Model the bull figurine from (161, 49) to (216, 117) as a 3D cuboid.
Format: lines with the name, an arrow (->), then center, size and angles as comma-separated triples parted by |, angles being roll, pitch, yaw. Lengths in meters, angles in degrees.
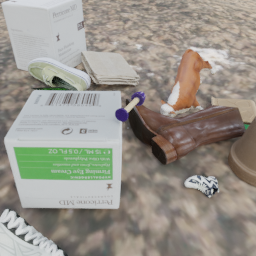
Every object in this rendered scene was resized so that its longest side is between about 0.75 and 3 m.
bull figurine -> 1.920, -1.218, 8.965 | 1.513, 2.492, 0.812 | 21, -3, -38

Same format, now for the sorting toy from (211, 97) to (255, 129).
sorting toy -> 3.501, -0.369, 9.132 | 1.513, 0.301, 2.047 | 8, 37, 8

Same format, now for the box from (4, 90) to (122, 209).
box -> -1.273, 0.424, 6.604 | 2.256, 1.942, 2.267 | 1, 34, -1

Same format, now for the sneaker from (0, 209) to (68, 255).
sneaker -> -1.765, 2.429, 5.165 | 2.269, 0.853, 0.920 | 21, 54, 29

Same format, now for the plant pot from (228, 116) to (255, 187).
plant pot -> 3.561, 0.442, 7.054 | 1.726, 1.505, 1.726 | 0, 37, 0

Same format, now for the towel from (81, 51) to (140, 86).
towel -> -0.790, -2.489, 11.567 | 1.867, 0.486, 2.817 | -1, 35, -21

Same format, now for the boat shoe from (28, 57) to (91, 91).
boat shoe -> -2.782, -1.989, 10.719 | 2.743, 0.987, 0.851 | 16, 42, 16

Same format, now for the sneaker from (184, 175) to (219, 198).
sneaker -> 1.811, 1.434, 6.735 | 0.817, 0.326, 0.531 | 5, 28, -10

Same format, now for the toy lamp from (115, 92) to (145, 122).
toy lamp -> 0.093, -0.487, 5.899 | 0.322, 0.322, 1.107 | 15, 34, 19

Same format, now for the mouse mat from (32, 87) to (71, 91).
mouse mat -> -2.002, -1.008, 7.344 | 0.861, 0.032, 0.693 | -1, 0, 6

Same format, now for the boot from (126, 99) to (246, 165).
boot -> 1.699, -0.328, 8.449 | 2.950, 0.947, 2.749 | -20, 51, -19

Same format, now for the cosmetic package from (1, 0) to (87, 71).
cosmetic package -> -3.354, -3.987, 11.810 | 2.280, 2.763, 2.278 | 16, 40, 19
